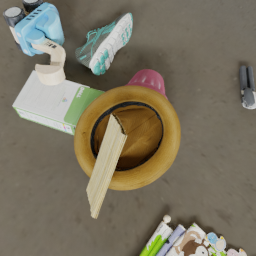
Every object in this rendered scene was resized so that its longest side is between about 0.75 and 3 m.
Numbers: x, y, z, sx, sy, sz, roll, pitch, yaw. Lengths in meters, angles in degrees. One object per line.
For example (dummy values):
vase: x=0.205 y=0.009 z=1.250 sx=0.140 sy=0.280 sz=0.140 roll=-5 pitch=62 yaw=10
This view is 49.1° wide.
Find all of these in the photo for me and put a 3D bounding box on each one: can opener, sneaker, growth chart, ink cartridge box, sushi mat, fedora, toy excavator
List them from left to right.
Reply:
toy excavator: x=-2.535 y=-2.674 z=8.528 sx=2.623 sy=1.310 sz=2.550 roll=24 pitch=60 yaw=17
ink cartridge box: x=-1.825 y=-0.642 z=8.096 sx=2.507 sy=0.744 sz=1.302 roll=17 pitch=65 yaw=8
sushi mat: x=-0.524 y=0.812 z=6.142 sx=0.130 sy=2.146 sz=1.027 roll=11 pitch=22 yaw=-22
sneaker: x=-0.773 y=-2.961 z=9.147 sx=1.179 sy=1.003 sz=2.585 roll=26 pitch=65 yaw=16
fedora: x=0.012 y=0.265 z=7.303 sx=2.747 sy=1.121 sz=2.747 roll=-1 pitch=82 yaw=8
growth chart: x=1.593 y=3.246 z=6.505 sx=2.655 sy=0.235 sz=1.921 roll=29 pitch=66 yaw=12
can opener: x=3.702 y=-1.308 z=8.544 sx=0.423 sy=0.530 sz=1.585 roll=6 pitch=64 yaw=3

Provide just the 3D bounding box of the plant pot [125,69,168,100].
plant pot: x=0.477 y=-0.925 z=7.970 sx=1.447 sy=1.447 sz=1.295 roll=13 pitch=50 yaw=6
